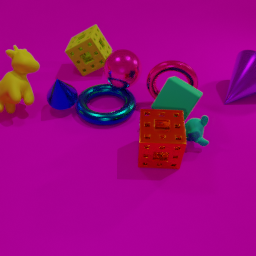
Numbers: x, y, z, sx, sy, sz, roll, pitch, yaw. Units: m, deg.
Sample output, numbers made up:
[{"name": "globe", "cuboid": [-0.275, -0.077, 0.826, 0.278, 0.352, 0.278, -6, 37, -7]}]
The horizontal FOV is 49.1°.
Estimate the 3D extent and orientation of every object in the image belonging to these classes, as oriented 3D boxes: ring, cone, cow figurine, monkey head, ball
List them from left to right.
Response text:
[{"name": "cow figurine", "cuboid": [-3.278, -1.395, 8.074, 1.669, 0.916, 1.643, -19, 79, 26]}, {"name": "cone", "cuboid": [-1.928, -1.131, 7.922, 0.925, 0.929, 0.925, 1, 66, -3]}, {"name": "ring", "cuboid": [-0.674, -0.751, 8.521, 1.871, 0.374, 1.871, 0, 42, 0]}, {"name": "ball", "cuboid": [-0.156, -1.798, 8.532, 1.174, 1.174, 1.174, 0, 42, 0]}, {"name": "ring", "cuboid": [1.295, -1.306, 8.280, 1.524, 1.524, 0.305, 6, 44, 7]}, {"name": "monkey head", "cuboid": [1.800, 0.099, 7.260, 0.724, 1.006, 0.606, 30, 62, -4]}, {"name": "cone", "cuboid": [3.585, -1.309, 8.856, 1.617, 1.611, 1.611, -45, 54, -7]}]

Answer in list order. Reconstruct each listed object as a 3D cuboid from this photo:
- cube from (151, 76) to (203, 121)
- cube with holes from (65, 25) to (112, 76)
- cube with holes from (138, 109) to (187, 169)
[{"name": "cube", "cuboid": [1.346, -0.752, 7.625, 0.939, 0.939, 0.939, 34, 21, 9]}, {"name": "cube with holes", "cuboid": [-1.355, -2.732, 9.886, 1.083, 1.083, 1.083, -20, 37, 22]}, {"name": "cube with holes", "cuboid": [0.777, 0.271, 6.772, 1.024, 1.024, 1.024, 2, 50, 1]}]
